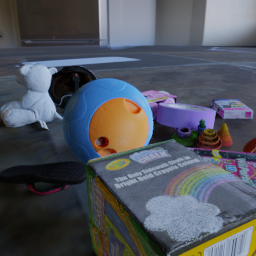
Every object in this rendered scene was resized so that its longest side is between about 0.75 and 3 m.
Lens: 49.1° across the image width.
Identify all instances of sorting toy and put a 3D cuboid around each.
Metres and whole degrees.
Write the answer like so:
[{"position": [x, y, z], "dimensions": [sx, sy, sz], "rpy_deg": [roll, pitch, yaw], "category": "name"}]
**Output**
[{"position": [2.253, 0.174, 9.113], "dimensions": [1.669, 0.685, 1.003], "rpy_deg": [15, 39, 33], "category": "sorting toy"}, {"position": [2.584, 0.042, 9.685], "dimensions": [2.064, 0.711, 0.716], "rpy_deg": [14, 25, 30], "category": "sorting toy"}]

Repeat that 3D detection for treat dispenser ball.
[{"position": [-0.541, -0.110, 7.651], "dimensions": [2.456, 2.456, 2.456], "rpy_deg": [0, 21, 0], "category": "treat dispenser ball"}]

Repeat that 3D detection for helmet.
[{"position": [-2.490, -1.691, 12.434], "dimensions": [2.076, 2.076, 1.979], "rpy_deg": [-21, 2, -43], "category": "helmet"}]

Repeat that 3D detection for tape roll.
[{"position": [2.153, -0.460, 10.486], "dimensions": [2.102, 0.689, 2.102], "rpy_deg": [6, 12, -1], "category": "tape roll"}]

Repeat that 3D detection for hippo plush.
[{"position": [-3.915, -1.343, 11.068], "dimensions": [2.261, 2.282, 2.838], "rpy_deg": [-16, 26, -36], "category": "hippo plush"}]

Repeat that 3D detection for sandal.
[{"position": [-2.040, 1.262, 6.876], "dimensions": [2.674, 0.603, 1.004], "rpy_deg": [-5, 11, 29], "category": "sandal"}]

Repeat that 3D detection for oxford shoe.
[{"position": [3.372, 0.710, 7.677], "dimensions": [1.036, 0.376, 0.369], "rpy_deg": [-53, 21, -7], "category": "oxford shoe"}]

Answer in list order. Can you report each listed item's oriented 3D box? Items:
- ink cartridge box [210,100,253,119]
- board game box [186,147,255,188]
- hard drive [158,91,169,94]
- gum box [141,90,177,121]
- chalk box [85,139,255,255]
[{"position": [4.594, -0.922, 12.639], "dimensions": [1.249, 0.439, 2.092], "rpy_deg": [0, 19, 0], "category": "ink cartridge box"}, {"position": [2.321, 1.167, 6.747], "dimensions": [2.237, 0.719, 1.650], "rpy_deg": [5, 22, 13], "category": "board game box"}, {"position": [1.688, -1.891, 15.540], "dimensions": [0.975, 0.128, 0.643], "rpy_deg": [-11, 24, -25], "category": "hard drive"}, {"position": [0.581, -0.852, 11.734], "dimensions": [2.660, 0.880, 1.510], "rpy_deg": [-17, 26, -36], "category": "gum box"}, {"position": [0.464, 1.437, 4.519], "dimensions": [1.831, 1.822, 2.943], "rpy_deg": [-12, 23, -25], "category": "chalk box"}]
